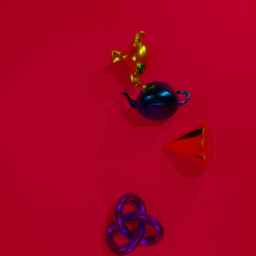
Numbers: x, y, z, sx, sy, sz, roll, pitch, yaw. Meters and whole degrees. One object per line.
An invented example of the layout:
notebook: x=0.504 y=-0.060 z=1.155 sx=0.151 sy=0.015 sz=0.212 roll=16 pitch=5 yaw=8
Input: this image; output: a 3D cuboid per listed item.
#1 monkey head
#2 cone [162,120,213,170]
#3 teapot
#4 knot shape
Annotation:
monkey head: x=0.097 y=-2.025 z=8.142 sx=1.113 sy=0.932 sz=1.547 roll=-4 pitch=115 yaw=-18
cone: x=1.619 y=0.510 z=8.058 sx=1.376 sy=1.371 sz=1.371 roll=-4 pitch=80 yaw=26
teapot: x=0.772 y=-0.834 z=8.050 sx=2.025 sy=1.259 sz=0.992 roll=-3 pitch=62 yaw=3
knot shape: x=0.111 y=2.557 z=7.663 sx=1.648 sy=0.762 sz=1.542 roll=-9 pitch=81 yaw=-2
